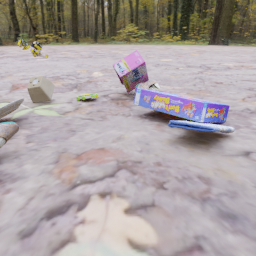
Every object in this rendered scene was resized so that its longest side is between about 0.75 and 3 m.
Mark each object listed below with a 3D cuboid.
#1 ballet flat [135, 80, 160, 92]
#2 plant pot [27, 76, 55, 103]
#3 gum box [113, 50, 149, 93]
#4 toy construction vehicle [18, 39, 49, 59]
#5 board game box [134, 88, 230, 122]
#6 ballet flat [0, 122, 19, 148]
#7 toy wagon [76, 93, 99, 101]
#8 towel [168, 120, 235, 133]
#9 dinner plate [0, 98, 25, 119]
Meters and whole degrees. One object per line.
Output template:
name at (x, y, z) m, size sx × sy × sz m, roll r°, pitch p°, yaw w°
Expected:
ballet flat at (1.005, -1.674, 12.263) m, size 0.671 × 0.679 × 1.996 m, roll 25°, pitch 27°, yaw 21°
plant pot at (-3.572, -1.610, 11.290) m, size 0.845 × 0.748 × 0.844 m, roll -7°, pitch 55°, yaw 14°
gum box at (0.184, -2.364, 12.175) m, size 1.176 × 0.685 × 2.072 m, roll -32°, pitch -16°, yaw 1°
toy construction vehicle at (-3.247, -2.659, 9.563) m, size 0.760 × 0.308 × 0.873 m, roll 4°, pitch -21°, yaw 28°
board game box at (1.737, -0.770, 9.328) m, size 2.606 × 0.583 × 1.752 m, roll 20°, pitch 14°, yaw 42°
ballet flat at (-3.354, 0.404, 6.322) m, size 1.841 × 0.627 × 0.619 m, roll -17°, pitch 61°, yaw -13°
toy wagon at (-1.637, -1.332, 11.782) m, size 1.021 × 0.202 × 0.792 m, roll -1°, pitch 14°, yaw 39°
towel at (2.047, -0.016, 7.671) m, size 1.323 × 0.214 × 1.801 m, roll 10°, pitch 6°, yaw 34°
dinner plate at (-3.938, -0.431, 8.627) m, size 1.733 × 0.210 × 1.733 m, roll -28°, pitch 11°, yaw 6°
